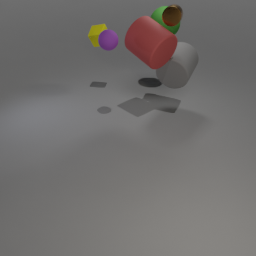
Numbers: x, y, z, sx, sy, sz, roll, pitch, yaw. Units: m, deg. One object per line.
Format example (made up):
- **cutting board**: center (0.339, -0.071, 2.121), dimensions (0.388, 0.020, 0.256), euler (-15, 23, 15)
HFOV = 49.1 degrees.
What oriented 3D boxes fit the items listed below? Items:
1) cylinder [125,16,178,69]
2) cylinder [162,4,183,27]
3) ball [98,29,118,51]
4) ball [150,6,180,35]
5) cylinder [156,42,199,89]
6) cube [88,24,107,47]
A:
- **cylinder**: center (0.833, -3.101, 10.215), dimensions (1.400, 1.400, 1.400), euler (-27, 61, -38)
- **cylinder**: center (1.649, -4.152, 10.315), dimensions (0.700, 0.700, 0.700), euler (8, 29, 13)
- **ball**: center (-0.681, -3.038, 9.682), dimensions (0.700, 0.700, 0.700), euler (0, 30, 0)
- **ball**: center (1.684, -4.802, 12.783), dimensions (1.400, 1.400, 1.400), euler (0, 30, 0)
- **cylinder**: center (2.038, -2.583, 11.556), dimensions (1.400, 1.400, 1.400), euler (15, 50, 23)
- **cube**: center (-1.331, -4.293, 13.013), dimensions (0.700, 0.700, 0.700), euler (1, 60, 24)
